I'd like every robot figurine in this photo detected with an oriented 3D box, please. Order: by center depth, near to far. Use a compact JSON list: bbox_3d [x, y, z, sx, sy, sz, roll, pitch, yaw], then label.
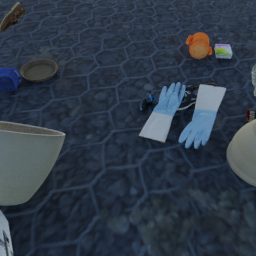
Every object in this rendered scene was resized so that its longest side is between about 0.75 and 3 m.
[{"bbox_3d":[3.520,-4.077,13.884,0.970,1.196,1.663,-16,38,29],"label":"robot figurine"}]

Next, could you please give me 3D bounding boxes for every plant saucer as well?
[{"bbox_3d":[-4.092,-2.647,12.952,1.716,0.253,1.716,0,46,0],"label":"plant saucer"}]

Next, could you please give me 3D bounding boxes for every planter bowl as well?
[{"bbox_3d":[4.508,0.538,8.830,2.345,1.578,2.345,1,45,-1],"label":"planter bowl"}]

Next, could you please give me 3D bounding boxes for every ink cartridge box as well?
[{"bbox_3d":[-3.662,3.333,6.358,1.902,1.074,2.591,-19,49,-17],"label":"ink cartridge box"}]

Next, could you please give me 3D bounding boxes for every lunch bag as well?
[{"bbox_3d":[-5.180,-2.139,12.056,1.157,0.786,0.766,1,45,1],"label":"lunch bag"}]

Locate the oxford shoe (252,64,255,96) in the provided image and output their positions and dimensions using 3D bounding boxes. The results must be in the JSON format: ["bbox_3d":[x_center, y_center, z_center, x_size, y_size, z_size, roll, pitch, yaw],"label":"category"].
[{"bbox_3d":[2.720,-1.091,5.685,0.414,1.433,0.539,13,75,16],"label":"oxford shoe"}]

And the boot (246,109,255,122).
[{"bbox_3d":[5.071,-0.586,10.767,0.923,0.448,1.225,9,52,8],"label":"boot"}]

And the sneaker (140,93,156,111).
[{"bbox_3d":[0.795,-1.053,11.261,0.424,0.379,1.036,18,48,17],"label":"sneaker"}]

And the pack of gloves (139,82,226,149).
[{"bbox_3d":[2.064,-0.456,10.391,2.373,0.557,2.824,13,61,27],"label":"pack of gloves"}]

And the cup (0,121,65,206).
[{"bbox_3d":[-3.324,0.942,7.800,2.838,2.030,2.838,9,1,0],"label":"cup"}]

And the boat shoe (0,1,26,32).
[{"bbox_3d":[-4.069,-3.858,9.861,0.410,0.437,1.214,35,83,-15],"label":"boat shoe"}]

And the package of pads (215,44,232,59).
[{"bbox_3d":[4.806,-3.860,14.107,0.755,0.333,0.977,4,46,6],"label":"package of pads"}]

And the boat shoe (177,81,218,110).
[{"bbox_3d":[2.519,-1.341,11.289,2.451,0.739,0.906,-11,46,-11],"label":"boat shoe"}]
